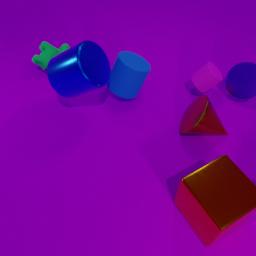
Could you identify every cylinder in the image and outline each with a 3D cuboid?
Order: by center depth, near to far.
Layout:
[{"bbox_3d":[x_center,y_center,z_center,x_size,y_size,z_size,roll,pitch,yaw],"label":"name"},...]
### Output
[{"bbox_3d":[-1.345,-1.587,7.741,1.274,1.274,1.274,-13,43,36],"label":"cylinder"},{"bbox_3d":[0.005,-1.660,8.799,1.086,1.086,1.086,18,37,-15],"label":"cylinder"},{"bbox_3d":[2.481,-1.589,8.823,0.709,0.709,0.709,29,42,-30],"label":"cylinder"}]

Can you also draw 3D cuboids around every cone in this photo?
[{"bbox_3d":[2.397,-0.100,8.099,1.276,1.271,1.271,29,53,-11],"label":"cone"},{"bbox_3d":[3.861,-1.562,9.157,1.152,1.152,1.157,26,21,19],"label":"cone"}]

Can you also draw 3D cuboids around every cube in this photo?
[{"bbox_3d":[1.983,1.631,6.290,1.285,1.285,1.285,-25,56,-18],"label":"cube"}]

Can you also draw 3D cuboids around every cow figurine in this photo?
[{"bbox_3d":[-2.518,-2.443,9.658,1.195,0.667,1.215,31,74,-23],"label":"cow figurine"}]
